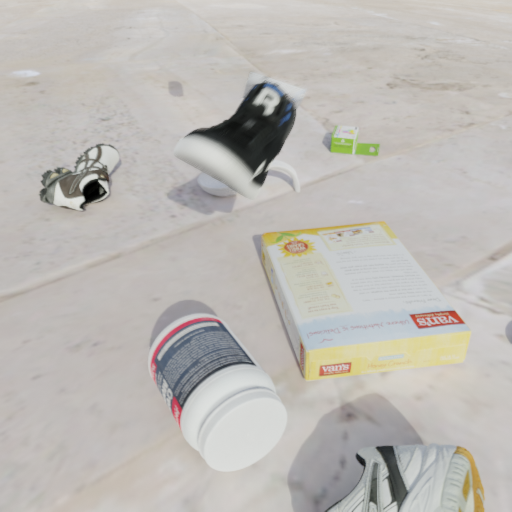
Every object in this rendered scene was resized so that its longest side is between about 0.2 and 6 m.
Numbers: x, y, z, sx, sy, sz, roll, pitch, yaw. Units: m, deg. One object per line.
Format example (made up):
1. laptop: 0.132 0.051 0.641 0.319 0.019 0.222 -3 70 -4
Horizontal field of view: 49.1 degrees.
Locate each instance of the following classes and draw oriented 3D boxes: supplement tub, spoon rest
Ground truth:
1. supplement tub: -0.473 1.501 6.390 1.123 1.123 1.600 -16 35 -24
2. spoon rest: -0.156 -1.689 11.973 2.192 0.665 1.089 -2 32 -5

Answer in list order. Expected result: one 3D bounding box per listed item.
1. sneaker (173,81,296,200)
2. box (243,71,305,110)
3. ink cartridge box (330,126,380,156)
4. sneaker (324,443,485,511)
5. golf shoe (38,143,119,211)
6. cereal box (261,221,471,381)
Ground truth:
1. sneaker: -0.174 -1.704 7.446 1.023 1.567 2.801 29 4 4
2. box: 0.376 -3.562 12.301 1.243 0.256 0.969 16 -8 -6
3. ink cartridge box: 2.521 -2.904 14.114 1.184 0.449 0.875 7 33 12
4. sneaker: 0.968 2.820 4.628 1.297 1.119 2.959 -5 26 35
5. golf shoe: -3.420 -1.572 11.773 1.109 0.913 2.348 26 40 10
6. cereal box: 1.438 0.514 8.454 2.247 0.617 3.123 -5 32 -8
